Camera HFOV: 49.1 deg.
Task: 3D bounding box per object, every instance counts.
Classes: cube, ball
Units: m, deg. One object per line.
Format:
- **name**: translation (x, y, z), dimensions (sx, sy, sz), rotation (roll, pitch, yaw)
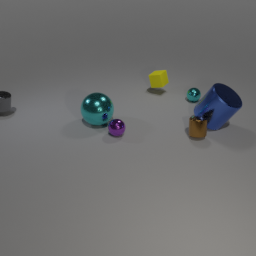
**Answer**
- **cube**: translation (1.587, -2.531, 14.456), dimensions (0.700, 0.700, 0.700), rotation (3, 30, 37)
- **ball**: translation (-0.445, -0.022, 11.154), dimensions (0.700, 0.700, 0.700), rotation (0, 31, 0)
- **ball**: translation (3.259, -1.654, 13.890), dimensions (0.700, 0.700, 0.700), rotation (0, 31, 0)
- **ball**: translation (-1.288, -0.793, 11.767), dimensions (1.400, 1.400, 1.400), rotation (0, 31, 0)

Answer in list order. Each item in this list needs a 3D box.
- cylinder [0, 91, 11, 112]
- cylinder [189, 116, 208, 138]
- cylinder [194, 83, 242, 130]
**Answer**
- **cylinder**: translation (-5.573, -1.182, 12.456), dimensions (0.700, 0.700, 0.700), rotation (12, 33, -8)
- **cylinder**: translation (2.746, -0.048, 10.997), dimensions (0.700, 0.700, 0.700), rotation (-1, 16, 0)
- **cylinder**: translation (3.653, -0.869, 11.459), dimensions (1.400, 1.400, 1.400), rotation (17, 45, -18)
